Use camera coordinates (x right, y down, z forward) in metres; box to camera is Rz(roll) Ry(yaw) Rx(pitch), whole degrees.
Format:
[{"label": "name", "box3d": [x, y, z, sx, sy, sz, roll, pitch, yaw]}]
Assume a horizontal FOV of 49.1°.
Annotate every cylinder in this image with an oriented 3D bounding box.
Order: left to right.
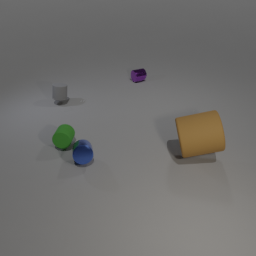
[{"label": "cylinder", "box3d": [-3.300, -1.760, 13.556, 0.700, 0.700, 0.700, 6, 23, -3]}, {"label": "cylinder", "box3d": [-2.399, 0.308, 10.473, 0.700, 0.700, 0.700, 1, 26, 2]}, {"label": "cylinder", "box3d": [-1.571, 0.822, 9.726, 0.700, 0.700, 0.700, -6, 15, -9]}, {"label": "cylinder", "box3d": [0.615, -3.045, 16.179, 0.700, 0.700, 0.700, -15, 35, -23]}, {"label": "cylinder", "box3d": [2.417, 0.208, 9.501, 1.400, 1.400, 1.400, -11, 30, 9]}]
